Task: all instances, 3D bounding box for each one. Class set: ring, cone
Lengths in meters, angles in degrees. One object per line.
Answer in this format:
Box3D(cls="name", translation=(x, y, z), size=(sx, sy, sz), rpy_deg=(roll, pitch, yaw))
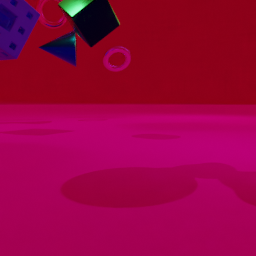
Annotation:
Box3D(cls="ring", translation=(-0.462, -2.886, 11.757), size=(1.208, 1.208, 0.242), rpy_deg=(-2, 48, -18))
Box3D(cls="ring", translation=(-2.828, -4.394, 10.520), size=(1.268, 1.268, 0.254), rpy_deg=(-3, 30, -33))
Box3D(cls="cone", translation=(-2.627, -2.984, 10.434), size=(1.372, 1.366, 1.366), rpy_deg=(-1, 5, -8))

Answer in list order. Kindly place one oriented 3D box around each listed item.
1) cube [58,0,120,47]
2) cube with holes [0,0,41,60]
Box3D(cls="cube", translation=(-1.046, -3.053, 7.565), size=(1.040, 1.040, 1.040), rpy_deg=(50, -2, 38))
Box3D(cls="cube with holes", translation=(-2.312, -1.830, 4.812), size=(0.932, 0.932, 0.932), rpy_deg=(10, -18, 42))
